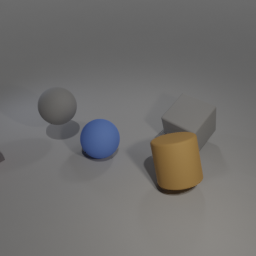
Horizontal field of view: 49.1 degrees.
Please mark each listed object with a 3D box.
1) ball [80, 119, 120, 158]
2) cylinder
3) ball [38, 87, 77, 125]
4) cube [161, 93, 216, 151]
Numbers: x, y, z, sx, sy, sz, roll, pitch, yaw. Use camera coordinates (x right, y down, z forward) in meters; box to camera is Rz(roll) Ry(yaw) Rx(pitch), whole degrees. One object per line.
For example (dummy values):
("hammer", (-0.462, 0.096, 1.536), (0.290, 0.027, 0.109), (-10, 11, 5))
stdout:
("ball", (-0.987, 0.375, 9.911), (1.400, 1.400, 1.400), (0, 32, 0))
("cylinder", (1.484, 0.967, 8.550), (1.400, 1.400, 1.400), (-11, 10, 2))
("ball", (-2.589, -0.809, 10.294), (1.400, 1.400, 1.400), (0, 32, 0))
("cube", (2.257, -0.150, 10.284), (1.400, 1.400, 1.400), (29, 65, 33))
